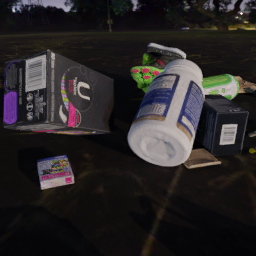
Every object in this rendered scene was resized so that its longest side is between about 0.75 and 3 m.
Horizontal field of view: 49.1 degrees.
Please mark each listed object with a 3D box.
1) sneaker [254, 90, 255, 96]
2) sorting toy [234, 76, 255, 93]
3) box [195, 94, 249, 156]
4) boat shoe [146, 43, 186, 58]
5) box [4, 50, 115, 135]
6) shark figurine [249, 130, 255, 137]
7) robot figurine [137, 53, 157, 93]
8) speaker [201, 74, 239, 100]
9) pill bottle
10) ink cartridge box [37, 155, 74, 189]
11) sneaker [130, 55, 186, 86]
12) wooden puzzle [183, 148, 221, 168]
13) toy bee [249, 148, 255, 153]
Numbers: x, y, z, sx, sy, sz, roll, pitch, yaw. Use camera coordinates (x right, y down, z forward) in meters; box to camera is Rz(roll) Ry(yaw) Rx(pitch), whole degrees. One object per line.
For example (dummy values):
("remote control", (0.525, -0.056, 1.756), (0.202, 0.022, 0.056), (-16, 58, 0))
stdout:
("sneaker", (6.552, -1.632, 12.789), (1.423, 0.539, 0.548), (16, 32, 30))
("sorting toy", (5.097, -2.134, 14.133), (2.737, 0.403, 2.023), (-3, 28, -16))
("box", (2.627, -0.154, 8.365), (0.934, 1.294, 1.744), (-3, 24, -9))
("boat shoe", (1.686, -3.313, 12.636), (1.825, 0.517, 0.626), (21, -12, 17))
("box", (-1.530, -0.674, 6.877), (1.355, 1.562, 2.556), (-5, -7, 28))
("shark figurine", (5.110, -0.171, 8.487), (1.907, 1.332, 3.192), (-13, 25, -26))
("robot figurine", (1.617, -2.470, 13.326), (2.492, 1.643, 2.840), (34, 36, 21))
("speaker", (3.253, -1.535, 11.702), (2.891, 1.279, 1.279), (-14, 27, -29))
("pill bottle", (1.178, -0.544, 7.655), (1.605, 1.605, 2.893), (9, 51, 20))
("ink cartridge box", (-1.837, 1.020, 6.975), (0.762, 0.268, 1.277), (-8, 23, -19))
("sneaker", (1.290, -2.334, 11.190), (2.473, 0.949, 1.036), (-7, 44, -9))
("wooden puzzle", (1.835, 0.826, 7.538), (0.929, 0.187, 1.004), (-6, 19, -13))
("toy bee", (3.586, 0.674, 7.674), (0.825, 0.449, 0.540), (12, 0, -41))
